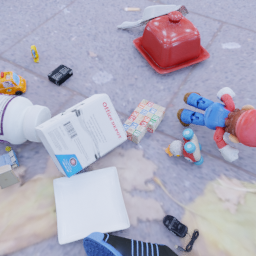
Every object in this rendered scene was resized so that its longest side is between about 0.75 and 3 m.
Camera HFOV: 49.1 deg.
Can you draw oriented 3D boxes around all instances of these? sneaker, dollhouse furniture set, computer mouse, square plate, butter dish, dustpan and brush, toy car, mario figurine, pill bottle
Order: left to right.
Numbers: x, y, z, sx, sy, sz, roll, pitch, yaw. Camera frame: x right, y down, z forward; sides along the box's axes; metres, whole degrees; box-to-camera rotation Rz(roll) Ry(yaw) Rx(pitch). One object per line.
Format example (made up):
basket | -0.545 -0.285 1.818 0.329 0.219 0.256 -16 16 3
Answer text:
dollhouse furniture set | -3.724 1.062 7.881 1.096 0.757 1.160 -21 56 -16
pill bottle | -3.746 -0.296 8.458 2.596 1.458 1.458 9 54 7
toy car | -4.188 -2.226 10.311 1.223 0.830 2.493 4 54 2
square plate | -1.014 2.013 7.480 1.790 0.257 1.808 -11 54 -9
sneaker | 0.338 3.049 6.349 2.843 0.997 1.107 21 28 26
dustpan and brush | 0.954 -4.629 11.924 2.996 0.858 2.091 8 14 16
butter dish | 1.692 -3.568 10.705 2.431 1.802 2.437 -22 56 -15
computer mouse | 1.241 2.672 7.032 0.963 0.222 0.676 26 59 10
toy car | 1.592 0.657 8.281 1.003 0.924 0.887 -17 49 23
mario figurine | 2.909 -0.142 8.300 1.476 1.719 2.785 -25 36 -33

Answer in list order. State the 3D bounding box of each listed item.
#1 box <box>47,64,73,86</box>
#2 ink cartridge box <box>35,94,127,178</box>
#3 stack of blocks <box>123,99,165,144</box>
box | -2.519 -1.984 10.453 0.545 0.305 0.773 32 60 18
ink cartridge box | -1.286 0.156 8.004 2.098 1.532 0.885 -33 19 -24
stack of blocks | 0.502 -0.194 9.027 0.837 0.426 1.454 26 57 18
